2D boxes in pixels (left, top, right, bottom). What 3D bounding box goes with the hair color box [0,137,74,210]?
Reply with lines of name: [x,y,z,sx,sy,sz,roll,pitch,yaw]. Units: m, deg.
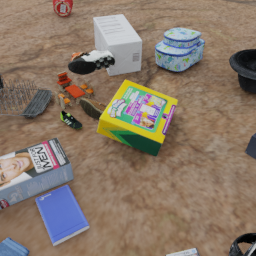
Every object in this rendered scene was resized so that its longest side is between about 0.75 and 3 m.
hair color box: [-3.117,1.356,8.372,2.623,0.795,1.298,-21,46,-21]

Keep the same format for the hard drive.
hard drive: [-1.835,2.336,7.711,0.999,0.192,1.515,-21,45,-22]

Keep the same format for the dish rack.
dish rack: [-4.645,-1.292,11.438,2.829,0.772,2.170,5,42,5]

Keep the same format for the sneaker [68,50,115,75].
sneaker: [-1.620,-2.890,12.090,2.004,0.743,0.887,-12,48,-11]

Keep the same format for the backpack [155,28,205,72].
backpack: [2.439,-3.893,13.748,2.033,1.633,2.222,27,52,33]

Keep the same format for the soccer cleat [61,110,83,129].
soccer cleat: [-2.156,-0.306,10.537,1.099,0.446,0.371,28,48,28]

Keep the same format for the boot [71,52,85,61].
boot: [-2.711,-3.592,14.376,0.582,0.408,1.086,9,35,19]

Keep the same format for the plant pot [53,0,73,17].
plant pot: [-4.473,-8.409,19.103,1.388,1.388,1.264,-3,46,-3]

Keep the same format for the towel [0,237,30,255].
towel: [-3.032,3.306,6.495,0.798,0.347,1.430,21,44,22]

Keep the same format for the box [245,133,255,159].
box: [4.387,0.492,9.353,0.739,0.812,0.423,-29,50,-29]

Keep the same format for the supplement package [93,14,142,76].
supplement package: [-0.573,-4.188,13.882,1.620,1.682,2.957,-12,48,-14]

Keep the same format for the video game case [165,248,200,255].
video game case: [1.410,3.361,6.602,0.830,0.117,0.918,-8,42,-10]

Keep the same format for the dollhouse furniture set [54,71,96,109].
dollhouse furniture set: [-2.406,-1.694,11.849,1.559,0.803,1.542,-28,49,-28]

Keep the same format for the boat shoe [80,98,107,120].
boat shoe: [-1.120,-0.689,10.927,1.702,0.612,0.579,35,47,20]

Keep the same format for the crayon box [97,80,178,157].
crayon box: [0.420,-0.462,10.184,2.242,0.757,2.598,21,44,6]

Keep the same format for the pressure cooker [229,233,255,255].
pressure cooker: [3.116,3.040,5.601,1.984,1.953,2.221,-39,51,-16]

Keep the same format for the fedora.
fedora: [5.647,-2.404,12.283,2.782,1.271,2.782,0,39,0]
